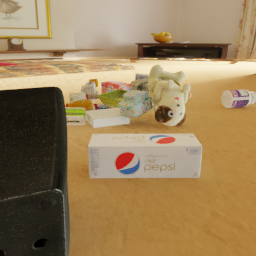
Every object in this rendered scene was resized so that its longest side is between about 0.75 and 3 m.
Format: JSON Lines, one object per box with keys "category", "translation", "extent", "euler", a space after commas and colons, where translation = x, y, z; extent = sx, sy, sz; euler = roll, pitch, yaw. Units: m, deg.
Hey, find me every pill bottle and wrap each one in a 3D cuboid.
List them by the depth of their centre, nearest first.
{"category": "pill bottle", "translation": [5.726, -1.530, 14.408], "extent": [1.582, 0.881, 0.881], "euler": [-4, 19, -13]}

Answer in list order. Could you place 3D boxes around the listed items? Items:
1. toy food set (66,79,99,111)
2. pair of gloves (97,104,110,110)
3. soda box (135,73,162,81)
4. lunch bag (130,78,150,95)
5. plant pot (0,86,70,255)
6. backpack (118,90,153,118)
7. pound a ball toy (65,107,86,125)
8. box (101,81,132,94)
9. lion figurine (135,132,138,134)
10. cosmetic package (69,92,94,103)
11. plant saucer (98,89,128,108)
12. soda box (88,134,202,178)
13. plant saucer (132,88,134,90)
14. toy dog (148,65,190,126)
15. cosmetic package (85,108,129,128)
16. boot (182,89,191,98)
{"category": "toy food set", "translation": [-2.095, -1.414, 13.355], "extent": [1.127, 1.196, 2.505], "euler": [-3, 40, 5]}
{"category": "pair of gloves", "translation": [-0.868, -1.097, 14.203], "extent": [1.777, 0.202, 1.428], "euler": [-4, 18, -13]}
{"category": "soda box", "translation": [1.781, -3.038, 18.629], "extent": [2.672, 0.912, 0.848], "euler": [5, 18, -4]}
{"category": "lunch bag", "translation": [1.132, -2.411, 16.785], "extent": [1.841, 1.082, 1.509], "euler": [1, 18, -14]}
{"category": "plant pot", "translation": [-2.066, 1.032, 4.365], "extent": [2.606, 2.612, 2.317], "euler": [-7, 31, -22]}
{"category": "backpack", "translation": [0.249, -0.976, 11.424], "extent": [1.136, 0.991, 1.292], "euler": [13, 40, 38]}
{"category": "pound a ball toy", "translation": [-2.527, -0.296, 11.362], "extent": [1.506, 0.640, 0.982], "euler": [0, 44, 0]}
{"category": "box", "translation": [-0.689, -2.279, 16.695], "extent": [0.935, 0.862, 1.822], "euler": [-17, 25, -42]}
{"category": "lion figurine", "translation": [0.150, 0.502, 9.108], "extent": [1.332, 0.483, 0.816], "euler": [-18, 30, -10]}
{"category": "cosmetic package", "translation": [-2.511, -1.626, 15.228], "extent": [1.232, 0.538, 0.637], "euler": [-12, 24, -32]}
{"category": "plant saucer", "translation": [-0.047, -1.341, 14.080], "extent": [2.255, 0.541, 2.258], "euler": [15, 21, 23]}
{"category": "soda box", "translation": [0.429, 0.719, 7.531], "extent": [2.904, 0.925, 0.989], "euler": [0, 18, -1]}
{"category": "plant saucer", "translation": [0.179, -2.826, 19.371], "extent": [1.005, 0.241, 1.007], "euler": [5, 19, 11]}
{"category": "toy dog", "translation": [1.579, -1.156, 11.678], "extent": [1.660, 2.307, 2.379], "euler": [18, 38, -26]}
{"category": "cosmetic package", "translation": [-0.890, -0.455, 11.876], "extent": [1.586, 0.410, 1.196], "euler": [-7, 20, -22]}
{"category": "boot", "translation": [2.986, -2.092, 16.679], "extent": [0.923, 0.646, 1.722], "euler": [-4, 24, -28]}
